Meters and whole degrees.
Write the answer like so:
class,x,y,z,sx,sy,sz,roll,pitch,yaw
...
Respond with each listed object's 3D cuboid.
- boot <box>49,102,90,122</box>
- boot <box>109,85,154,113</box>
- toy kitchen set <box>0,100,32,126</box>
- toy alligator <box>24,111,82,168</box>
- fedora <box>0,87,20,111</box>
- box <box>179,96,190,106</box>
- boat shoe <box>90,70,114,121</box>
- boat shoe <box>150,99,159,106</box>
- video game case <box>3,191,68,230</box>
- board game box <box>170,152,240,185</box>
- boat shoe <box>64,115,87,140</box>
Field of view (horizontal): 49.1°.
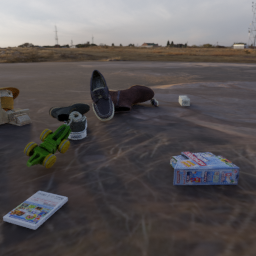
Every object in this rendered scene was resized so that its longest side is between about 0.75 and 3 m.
class,x,y,z,sx,sy,sz,roll,pitch,yaw
boot,-1.786,-0.466,9.172,1.377,0.533,0.952,-16,21,-24
boot,0.042,-1.289,13.800,2.862,1.035,2.381,-2,27,-5
toy kitchen set,-4.652,-0.921,11.244,1.334,1.475,1.635,12,20,31
toy alligator,-1.975,0.382,7.720,0.771,0.559,2.326,31,45,8
fedora,-5.551,-1.015,12.065,2.107,0.859,2.107,-24,-3,-1
box,2.977,-1.442,14.823,0.441,0.367,1.073,0,17,0
boat shoe,-1.206,-1.440,11.995,0.897,0.808,2.494,-15,58,3
boat shoe,1.328,-1.340,14.609,0.280,0.310,0.863,-1,22,-19
video game case,-1.766,1.566,5.458,0.734,0.092,1.024,7,18,21
board game box,1.641,0.949,6.857,1.455,0.449,1.456,-4,18,-15
boat shoe,-1.922,-0.326,10.440,0.874,0.787,2.472,-4,18,-14
